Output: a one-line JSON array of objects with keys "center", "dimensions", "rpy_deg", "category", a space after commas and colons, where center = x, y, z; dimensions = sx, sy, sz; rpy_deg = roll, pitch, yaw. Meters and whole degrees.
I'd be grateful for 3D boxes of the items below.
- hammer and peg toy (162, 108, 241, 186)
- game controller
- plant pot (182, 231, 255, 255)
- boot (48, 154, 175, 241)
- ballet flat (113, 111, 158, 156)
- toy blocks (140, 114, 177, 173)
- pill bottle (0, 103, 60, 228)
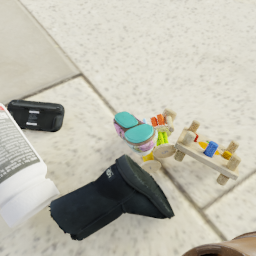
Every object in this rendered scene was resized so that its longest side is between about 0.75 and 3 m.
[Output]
[{"center": [1.707, 0.431, 7.122], "dimensions": [2.279, 0.804, 1.677], "rpy_deg": [29, 22, 9], "category": "hammer and peg toy"}, {"center": [-2.846, -0.379, 8.540], "dimensions": [1.776, 0.374, 0.927], "rpy_deg": [6, 79, 1], "category": "game controller"}, {"center": [1.899, 2.745, 4.337], "dimensions": [2.302, 2.279, 2.302], "rpy_deg": [-19, 60, 36], "category": "plant pot"}, {"center": [-0.285, 1.767, 6.216], "dimensions": [2.028, 2.413, 0.922], "rpy_deg": [-34, 43, 9], "category": "boot"}, {"center": [0.202, 0.219, 6.925], "dimensions": [0.792, 0.815, 2.291], "rpy_deg": [-23, 22, -11], "category": "ballet flat"}, {"center": [0.640, 0.176, 7.572], "dimensions": [0.600, 1.378, 1.653], "rpy_deg": [10, 48, -24], "category": "toy blocks"}, {"center": [-2.877, 0.839, 6.493], "dimensions": [1.504, 1.504, 2.641], "rpy_deg": [-34, 82, -24], "category": "pill bottle"}]
